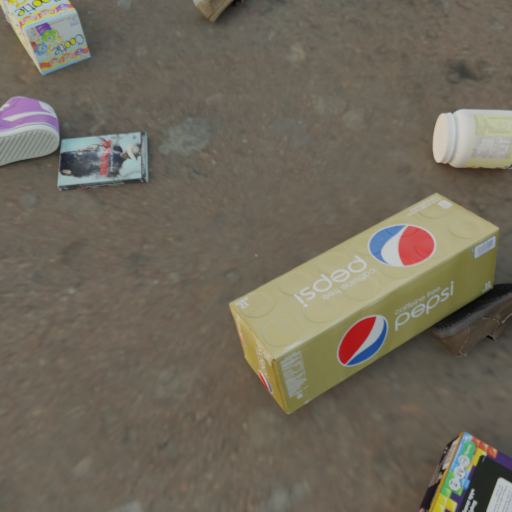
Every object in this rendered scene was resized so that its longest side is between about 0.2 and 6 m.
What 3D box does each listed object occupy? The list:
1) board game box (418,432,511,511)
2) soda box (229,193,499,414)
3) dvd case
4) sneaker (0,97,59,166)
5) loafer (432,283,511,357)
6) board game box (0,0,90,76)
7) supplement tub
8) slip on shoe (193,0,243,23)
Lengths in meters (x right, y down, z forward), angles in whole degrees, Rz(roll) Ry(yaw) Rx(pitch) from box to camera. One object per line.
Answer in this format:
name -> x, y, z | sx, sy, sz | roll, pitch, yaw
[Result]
board game box -> 3.149, 4.255, 7.100 | 2.518, 0.864, 3.046 | 29, 62, 15
soda box -> 1.759, 0.628, 8.882 | 4.168, 1.334, 1.412 | -27, 41, -16
dvd case -> -3.097, -1.941, 11.383 | 1.754, 0.193, 1.280 | -5, 58, -4
sneaker -> -5.348, -2.570, 11.456 | 2.527, 0.916, 1.441 | -9, 52, -14
loafer -> 3.804, 1.047, 9.314 | 1.967, 0.718, 0.698 | -25, 99, -14
board game box -> -5.026, -5.567, 13.043 | 1.252, 1.230, 2.388 | -29, 62, -17
supplement tub -> 4.405, -2.299, 11.044 | 1.561, 1.132, 1.132 | 2, 58, 1
slip on shoe -> -0.583, -6.636, 14.070 | 0.705, 0.885, 2.327 | 53, 55, -15
